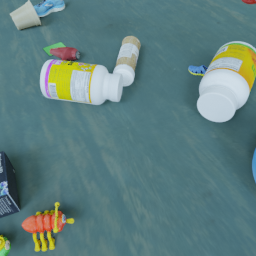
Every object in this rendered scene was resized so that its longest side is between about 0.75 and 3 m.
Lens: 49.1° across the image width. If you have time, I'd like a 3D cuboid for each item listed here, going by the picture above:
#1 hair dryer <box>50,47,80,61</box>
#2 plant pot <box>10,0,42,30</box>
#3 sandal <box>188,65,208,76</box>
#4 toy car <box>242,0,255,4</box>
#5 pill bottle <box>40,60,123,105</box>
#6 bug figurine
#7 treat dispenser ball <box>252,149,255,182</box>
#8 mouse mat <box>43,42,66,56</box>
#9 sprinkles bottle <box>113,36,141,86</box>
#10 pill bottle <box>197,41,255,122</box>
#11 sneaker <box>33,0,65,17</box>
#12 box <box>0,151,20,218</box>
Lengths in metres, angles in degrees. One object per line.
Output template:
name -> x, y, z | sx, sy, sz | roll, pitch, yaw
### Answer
hair dryer -> -2.437, -2.571, 10.567 | 1.413, 0.504, 1.856 | -26, 52, -20
plant pot -> -4.537, -4.862, 12.307 | 1.027, 1.122, 1.122 | -28, 54, -10
sandal -> 2.695, -2.126, 10.228 | 0.985, 0.429, 0.391 | 19, 53, 18
toy car -> 3.088, -2.776, 6.016 | 0.446, 1.883, 2.002 | -44, 81, 13
pill bottle -> -1.444, -1.444, 9.035 | 2.457, 1.281, 1.281 | 8, 49, 7
bug figurine -> -2.150, 2.936, 5.518 | 2.297, 0.762, 2.962 | -9, 49, -8
treat dispenser ball -> 4.109, 0.890, 6.279 | 2.411, 2.411, 2.411 | 0, 49, 0
mouse mat -> -2.972, -3.242, 11.475 | 0.880, 0.033, 0.708 | -28, 54, -24
sprinkles bottle -> -0.025, -2.512, 10.337 | 0.757, 0.757, 2.219 | 6, 49, 5
pill bottle -> 3.167, -1.465, 8.925 | 1.493, 1.493, 2.688 | 22, 53, 18
sneaker -> -3.933, -5.900, 13.270 | 1.892, 0.851, 0.742 | -34, 57, -26
box -> -3.626, 1.525, 6.652 | 1.736, 0.929, 1.288 | -16, 51, -14
